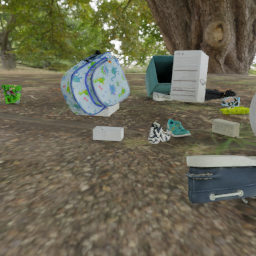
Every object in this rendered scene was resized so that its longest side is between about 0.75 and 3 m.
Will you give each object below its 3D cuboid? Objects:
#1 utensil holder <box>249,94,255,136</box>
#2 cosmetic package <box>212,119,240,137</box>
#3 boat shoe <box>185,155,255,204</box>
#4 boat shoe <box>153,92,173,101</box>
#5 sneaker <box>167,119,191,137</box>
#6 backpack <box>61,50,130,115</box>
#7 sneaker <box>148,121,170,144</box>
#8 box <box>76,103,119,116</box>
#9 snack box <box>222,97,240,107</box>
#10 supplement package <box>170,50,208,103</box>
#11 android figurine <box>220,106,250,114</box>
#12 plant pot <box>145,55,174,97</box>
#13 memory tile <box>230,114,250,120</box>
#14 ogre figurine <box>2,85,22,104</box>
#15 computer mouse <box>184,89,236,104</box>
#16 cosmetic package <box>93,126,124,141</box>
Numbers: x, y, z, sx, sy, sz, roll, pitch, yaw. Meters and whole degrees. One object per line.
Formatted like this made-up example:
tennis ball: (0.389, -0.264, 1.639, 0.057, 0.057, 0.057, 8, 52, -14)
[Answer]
utensil holder: (4.984, -0.550, 7.684, 2.769, 2.353, 2.353, -14, 20, -40)
cosmetic package: (3.269, -0.013, 9.385, 0.319, 0.452, 0.874, -9, 17, -33)
boat shoe: (2.279, 0.905, 4.766, 2.737, 0.846, 1.025, 4, -4, -19)
boat shoe: (2.308, -1.942, 16.922, 1.689, 0.541, 0.622, -3, 14, -13)
sneaker: (1.607, 0.017, 9.196, 0.470, 0.483, 1.213, -6, 16, -22)
backpack: (-0.927, -1.225, 8.055, 1.744, 1.596, 1.282, -38, 28, -29)
sneaker: (0.987, 0.082, 8.632, 0.964, 0.627, 0.385, -12, 19, -41)
box: (-1.377, -1.293, 13.169, 1.558, 1.088, 2.046, 3, 14, 12)
snack box: (5.446, -1.410, 14.870, 0.867, 0.504, 0.161, 7, 15, 28)
supplement package: (2.442, -1.995, 11.097, 1.116, 1.902, 1.112, 7, 5, 28)
android figurine: (4.889, -0.793, 12.640, 1.366, 0.280, 1.243, 4, 11, 31)
plant pot: (2.096, -2.986, 17.354, 1.850, 1.849, 2.618, -4, -17, -16)
memory tile: (5.028, -0.505, 12.107, 1.070, 0.090, 0.820, -8, 16, -27)
ogre figurine: (-6.583, -1.918, 15.839, 1.720, 1.031, 0.844, 6, 11, 16)
computer mouse: (4.365, -1.844, 15.163, 2.713, 0.715, 1.879, -8, 4, 18)
cosmetic package: (-0.611, 0.172, 8.809, 0.897, 0.364, 0.506, 1, 12, 7)
